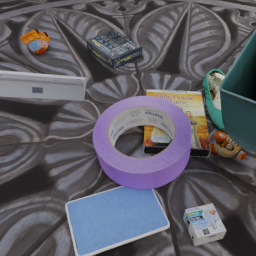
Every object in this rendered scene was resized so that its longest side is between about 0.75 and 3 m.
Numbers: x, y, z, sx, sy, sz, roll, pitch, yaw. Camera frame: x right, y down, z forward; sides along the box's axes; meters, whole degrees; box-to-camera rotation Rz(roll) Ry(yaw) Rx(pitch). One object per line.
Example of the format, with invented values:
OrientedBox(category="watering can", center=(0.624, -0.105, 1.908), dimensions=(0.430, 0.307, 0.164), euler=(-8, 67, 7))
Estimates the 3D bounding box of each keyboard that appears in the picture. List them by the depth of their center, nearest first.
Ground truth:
OrientedBox(category="keyboard", center=(-2.505, -1.149, 7.761), dimensions=(2.657, 0.748, 0.142), euler=(1, 37, -20))

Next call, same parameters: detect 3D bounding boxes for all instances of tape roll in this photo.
OrientedBox(category="tape roll", center=(0.413, 0.331, 8.021), dimensions=(2.731, 0.896, 2.731), euler=(-5, 50, 6))

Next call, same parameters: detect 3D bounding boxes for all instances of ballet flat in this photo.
OrientedBox(category="ballet flat", center=(3.229, -1.134, 9.846), dimensions=(0.953, 0.996, 2.831), euler=(-1, 45, -1))

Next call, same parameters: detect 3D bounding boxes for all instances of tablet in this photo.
OrientedBox(category="tablet", center=(-0.299, 2.211, 7.098), dimensions=(2.358, 0.161, 1.534), euler=(-14, 46, -14))

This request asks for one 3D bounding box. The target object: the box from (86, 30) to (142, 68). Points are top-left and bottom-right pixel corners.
OrientedBox(category="box", center=(-0.627, -3.602, 12.634), dimensions=(1.648, 0.533, 2.089), euler=(-30, 53, -28))

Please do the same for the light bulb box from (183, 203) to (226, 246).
OrientedBox(category="light bulb box", center=(1.830, 2.320, 6.769), dimensions=(0.744, 0.469, 0.751), euler=(-10, 46, -10))

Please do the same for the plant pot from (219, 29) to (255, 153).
OrientedBox(category="plant pot", center=(3.207, -0.418, 5.804), dimensions=(1.995, 2.824, 1.996), euler=(28, 74, 26))

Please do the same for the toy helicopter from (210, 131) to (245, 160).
OrientedBox(category="toy helicopter", center=(3.337, 0.561, 8.482), dimensions=(1.535, 0.605, 1.015), euler=(-9, 41, -22))

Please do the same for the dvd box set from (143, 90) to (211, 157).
OrientedBox(category="dvd box set", center=(1.572, -0.262, 9.379), dimensions=(2.046, 0.411, 2.796), euler=(4, 45, 4))

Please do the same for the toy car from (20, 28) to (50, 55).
OrientedBox(category="toy car", center=(-4.867, -3.441, 12.583), dimensions=(2.895, 1.420, 0.963), euler=(-24, 92, -1))
